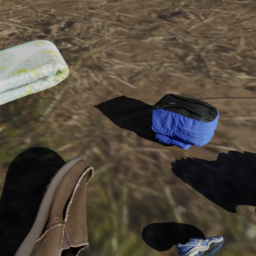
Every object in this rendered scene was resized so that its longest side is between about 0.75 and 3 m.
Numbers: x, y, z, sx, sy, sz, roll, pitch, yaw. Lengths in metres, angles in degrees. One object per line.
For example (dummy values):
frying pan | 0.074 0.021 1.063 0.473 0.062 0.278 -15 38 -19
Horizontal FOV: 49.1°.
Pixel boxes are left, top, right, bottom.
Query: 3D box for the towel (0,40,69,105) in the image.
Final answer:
towel | -3.276 -1.505 7.781 2.994 0.721 2.563 -22 38 -10

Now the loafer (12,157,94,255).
loafer | -1.134 1.815 4.878 1.012 1.042 2.852 18 54 3

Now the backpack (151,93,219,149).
backpack | 1.341 -0.123 6.443 1.342 1.127 1.091 15 36 22

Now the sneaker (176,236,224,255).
sneaker | 1.251 2.003 4.783 0.938 0.355 0.361 -6 31 -28
